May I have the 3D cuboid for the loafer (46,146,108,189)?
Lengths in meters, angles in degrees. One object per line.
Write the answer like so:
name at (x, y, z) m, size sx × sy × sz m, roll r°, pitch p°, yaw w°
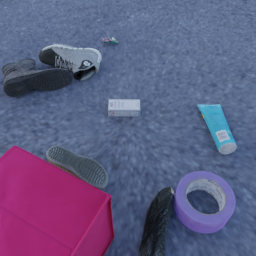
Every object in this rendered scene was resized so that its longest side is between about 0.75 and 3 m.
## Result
loafer at (-1.556, 1.261, 8.666) m, size 2.064 × 0.719 × 0.776 m, roll 31°, pitch 53°, yaw 4°

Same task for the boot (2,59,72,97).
boot at (-3.807, -2.326, 11.564) m, size 2.747 × 0.959 × 1.808 m, roll -11°, pitch 45°, yaw -14°

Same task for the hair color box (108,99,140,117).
hair color box at (-0.141, -0.760, 10.564) m, size 1.188 × 0.360 × 0.588 m, roll 1°, pitch 50°, yaw 0°

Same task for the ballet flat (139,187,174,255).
ballet flat at (0.858, 2.628, 7.676) m, size 0.637 × 0.746 × 2.244 m, roll 41°, pitch 50°, yaw -21°

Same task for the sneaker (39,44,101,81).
sneaker at (-2.487, -2.698, 11.806) m, size 2.698 × 1.012 × 1.558 m, roll -1°, pitch 52°, yaw -2°

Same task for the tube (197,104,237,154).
tube at (3.177, -0.115, 9.947) m, size 0.887 × 0.578 × 2.292 m, roll 3°, pitch 45°, yaw -8°

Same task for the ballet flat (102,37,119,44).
ballet flat at (-0.837, -4.225, 13.481) m, size 0.786 × 0.272 × 0.280 m, roll 3°, pitch 88°, yaw 2°

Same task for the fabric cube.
fabric cube at (-2.094, 2.506, 6.326) m, size 2.677 × 2.635 × 2.686 m, roll 22°, pitch 53°, yaw 18°

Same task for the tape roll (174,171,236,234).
tape roll at (2.139, 2.084, 7.957) m, size 1.612 × 0.685 × 1.612 m, roll -1°, pitch 50°, yaw 1°
